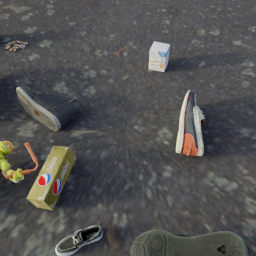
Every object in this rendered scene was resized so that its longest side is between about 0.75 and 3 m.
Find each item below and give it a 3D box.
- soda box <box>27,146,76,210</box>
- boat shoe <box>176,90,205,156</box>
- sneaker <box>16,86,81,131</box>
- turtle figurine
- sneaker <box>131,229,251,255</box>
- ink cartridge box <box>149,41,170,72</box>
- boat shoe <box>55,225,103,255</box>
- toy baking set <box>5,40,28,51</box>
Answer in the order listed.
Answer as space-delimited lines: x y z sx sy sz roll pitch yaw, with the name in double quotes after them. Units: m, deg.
-1.828 1.182 6.853 0.482 0.510 1.505 3 52 20 "soda box"
1.855 -0.174 8.093 0.710 0.808 2.269 9 51 7 "boat shoe"
-2.496 -0.777 8.758 2.036 0.761 1.081 37 52 18 "sneaker"
-3.688 0.979 7.027 2.650 0.854 2.137 29 61 19 "turtle figurine"
1.218 2.510 5.385 2.262 1.295 0.865 -15 46 28 "sneaker"
1.139 -2.593 10.230 0.617 0.838 0.606 14 51 13 "ink cartridge box"
-1.071 2.401 6.082 1.071 0.341 0.379 -21 51 -18 "boat shoe"
-4.564 -3.352 11.425 0.859 0.100 0.659 -35 60 -27 "toy baking set"
